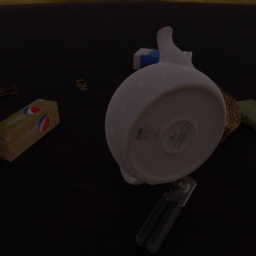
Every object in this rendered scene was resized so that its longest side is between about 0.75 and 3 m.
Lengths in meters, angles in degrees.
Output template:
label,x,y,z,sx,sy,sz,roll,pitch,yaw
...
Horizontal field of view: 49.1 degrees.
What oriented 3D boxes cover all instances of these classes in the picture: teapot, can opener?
label,x,y,z,sx,sy,sz,roll,pitch,yaw
teapot,0.611,-0.241,6.402,2.844,2.807,2.077,-35,37,-4
can opener,0.898,1.862,6.184,0.535,0.671,2.006,19,50,30

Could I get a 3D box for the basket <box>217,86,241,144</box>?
label,x,y,z,sx,sy,sz,roll,pitch,yaw
basket,2.685,-0.252,9.545,1.611,1.682,2.258,39,36,0

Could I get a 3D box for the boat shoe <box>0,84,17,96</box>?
label,x,y,z,sx,sy,sz,roll,pitch,yaw
boat shoe,-5.450,-1.645,12.258,1.108,0.389,0.390,-22,38,-31

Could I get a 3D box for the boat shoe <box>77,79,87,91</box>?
label,x,y,z,sx,sy,sz,roll,pitch,yaw
boat shoe,-2.143,-2.080,12.998,0.400,0.379,1.056,-13,33,-20

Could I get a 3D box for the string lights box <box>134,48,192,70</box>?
label,x,y,z,sx,sy,sz,roll,pitch,yaw
string lights box,1.898,-3.667,15.229,2.924,0.862,1.502,10,32,16

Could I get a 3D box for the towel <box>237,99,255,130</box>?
label,x,y,z,sx,sy,sz,roll,pitch,yaw
towel,4.652,-0.514,10.335,1.502,0.369,2.024,-13,32,-24

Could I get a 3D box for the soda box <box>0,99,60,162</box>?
label,x,y,z,sx,sy,sz,roll,pitch,yaw
soda box,-3.276,-0.028,8.994,0.816,0.864,2.550,11,32,18
